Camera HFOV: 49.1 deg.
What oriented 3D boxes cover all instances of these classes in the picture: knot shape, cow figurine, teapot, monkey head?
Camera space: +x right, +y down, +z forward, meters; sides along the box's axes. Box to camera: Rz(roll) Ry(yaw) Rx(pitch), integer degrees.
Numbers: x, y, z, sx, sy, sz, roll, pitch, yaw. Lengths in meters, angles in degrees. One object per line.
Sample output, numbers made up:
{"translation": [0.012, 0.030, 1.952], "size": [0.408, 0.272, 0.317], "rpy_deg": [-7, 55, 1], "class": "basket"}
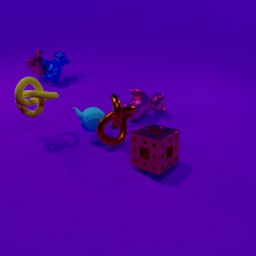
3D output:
{"translation": [-0.230, -0.271, 7.650], "size": [0.643, 1.392, 1.302], "rpy_deg": [22, 23, 23], "class": "knot shape"}
{"translation": [-2.925, -2.468, 11.520], "size": [0.735, 1.339, 1.317], "rpy_deg": [4, 2, 21], "class": "cow figurine"}
{"translation": [0.546, -0.675, 8.961], "size": [1.391, 1.369, 0.764], "rpy_deg": [-50, 26, -9], "class": "cow figurine"}
{"translation": [-1.018, -0.281, 7.838], "size": [1.172, 0.728, 0.574], "rpy_deg": [20, 33, -36], "class": "teapot"}
{"translation": [-2.584, -0.760, 7.573], "size": [1.200, 1.123, 0.555], "rpy_deg": [15, 42, -44], "class": "knot shape"}
{"translation": [-3.638, -2.715, 11.650], "size": [0.892, 1.065, 1.481], "rpy_deg": [21, -4, 25], "class": "monkey head"}

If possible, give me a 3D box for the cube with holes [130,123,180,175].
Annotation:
{"translation": [0.652, 0.471, 6.733], "size": [0.846, 0.846, 0.846], "rpy_deg": [15, 26, 39], "class": "cube with holes"}
